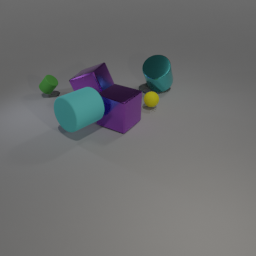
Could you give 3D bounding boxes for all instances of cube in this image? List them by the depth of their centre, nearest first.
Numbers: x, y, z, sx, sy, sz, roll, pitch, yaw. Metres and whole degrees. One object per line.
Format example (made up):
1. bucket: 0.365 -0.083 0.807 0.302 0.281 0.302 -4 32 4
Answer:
1. cube: -0.366 -0.841 11.655 1.400 1.400 1.400 19 35 26
2. cube: -1.634 -2.057 13.236 1.400 1.400 1.400 -12 26 27

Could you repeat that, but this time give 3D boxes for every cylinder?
1. cylinder: -1.868 -0.723 10.748 1.400 1.400 1.400 25 37 33
2. cylinder: -3.912 -2.141 13.790 0.700 0.700 0.700 31 37 -27
3. cylinder: 1.531 -2.743 14.213 1.400 1.400 1.400 -5 69 13

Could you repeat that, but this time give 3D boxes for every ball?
1. ball: 1.072 -1.316 12.834 0.700 0.700 0.700 0 32 0
